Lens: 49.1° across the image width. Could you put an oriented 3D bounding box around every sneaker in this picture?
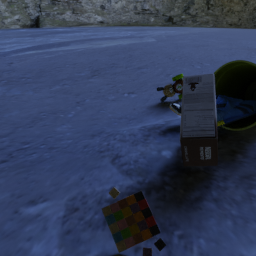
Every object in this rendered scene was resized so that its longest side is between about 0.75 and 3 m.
[{"bbox_3d":[1.900,-0.605,8.878,1.161,0.509,0.439,21,33,-11],"label":"sneaker"},{"bbox_3d":[2.955,-0.649,8.330,2.652,1.040,0.874,-15,-6,-27],"label":"sneaker"}]

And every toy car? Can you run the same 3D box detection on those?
[{"bbox_3d":[1.682,-1.467,10.831,1.099,0.903,0.867,-21,4,-7],"label":"toy car"}]

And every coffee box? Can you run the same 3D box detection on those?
[{"bbox_3d":[1.696,-0.204,6.660,0.784,1.125,1.967,-2,52,17],"label":"coffee box"}]

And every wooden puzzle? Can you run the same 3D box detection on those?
[{"bbox_3d":[0.048,1.480,4.440,0.721,0.085,1.216,-23,69,-5],"label":"wooden puzzle"}]

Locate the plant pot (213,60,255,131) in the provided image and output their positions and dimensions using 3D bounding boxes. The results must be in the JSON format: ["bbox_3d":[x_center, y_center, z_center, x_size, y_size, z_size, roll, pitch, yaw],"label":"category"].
[{"bbox_3d":[3.823,-0.996,8.741,1.948,2.023,2.023,-5,21,-42],"label":"plant pot"}]
